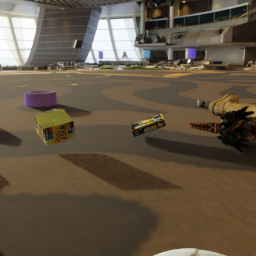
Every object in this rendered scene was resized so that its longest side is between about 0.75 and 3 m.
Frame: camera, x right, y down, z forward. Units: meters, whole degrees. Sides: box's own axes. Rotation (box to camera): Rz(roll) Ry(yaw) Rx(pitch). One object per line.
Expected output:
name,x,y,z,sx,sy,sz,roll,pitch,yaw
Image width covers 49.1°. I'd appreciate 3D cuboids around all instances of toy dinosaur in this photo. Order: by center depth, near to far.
toy dinosaur,2.856,0.093,7.652,2.174,1.111,1.476,-16,-4,13

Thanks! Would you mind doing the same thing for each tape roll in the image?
tape roll,-4.261,-1.454,13.672,1.525,0.648,1.525,0,15,0

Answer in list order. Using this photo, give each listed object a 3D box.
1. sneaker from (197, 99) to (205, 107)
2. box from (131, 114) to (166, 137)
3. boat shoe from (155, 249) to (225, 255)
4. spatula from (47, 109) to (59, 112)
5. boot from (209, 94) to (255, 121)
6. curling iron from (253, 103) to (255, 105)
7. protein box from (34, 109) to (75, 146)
sneaker,3.498,-1.177,13.401,0.364,0.267,0.805,6,19,10
box,0.585,-0.089,8.244,0.977,0.241,0.780,-19,15,6
boat shoe,0.901,1.499,2.166,1.853,0.655,0.841,3,11,5
spatula,-3.134,-0.719,12.032,0.546,0.063,0.785,10,18,16
boot,4.585,-0.769,11.040,1.882,0.711,2.149,-25,25,-31
curling iron,5.962,-0.971,12.524,2.195,0.281,0.544,9,18,32
protein box,-1.955,-0.030,7.473,0.800,0.543,0.805,-17,36,-29
